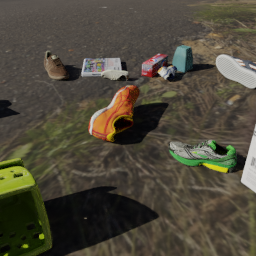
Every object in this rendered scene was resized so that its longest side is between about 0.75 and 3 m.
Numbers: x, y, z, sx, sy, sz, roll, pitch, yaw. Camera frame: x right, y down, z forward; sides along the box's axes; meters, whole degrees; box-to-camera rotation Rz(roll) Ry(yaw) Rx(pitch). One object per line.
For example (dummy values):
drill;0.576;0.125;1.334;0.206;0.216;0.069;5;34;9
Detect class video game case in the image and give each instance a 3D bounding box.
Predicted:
video game case;-1.334;-3.163;14.526;1.970;0.248;2.162;-2;33;-3

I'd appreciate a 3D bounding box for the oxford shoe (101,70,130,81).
oxford shoe;-0.609;-2.450;13.199;1.375;0.517;0.397;3;59;6

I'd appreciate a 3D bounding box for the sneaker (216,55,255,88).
sneaker;5.310;-2.711;13.113;1.001;0.989;2.521;-22;49;-24

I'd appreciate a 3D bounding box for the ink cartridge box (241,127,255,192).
ink cartridge box;3.862;0.574;6.216;1.093;2.637;1.935;-17;36;-25

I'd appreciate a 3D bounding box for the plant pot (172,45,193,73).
plant pot;2.814;-3.568;14.310;0.813;1.151;0.814;25;40;35

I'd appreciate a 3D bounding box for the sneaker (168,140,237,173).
sneaker;2.083;0.620;7.894;1.903;0.810;0.742;9;33;15

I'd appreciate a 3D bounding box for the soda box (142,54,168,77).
soda box;1.384;-3.180;14.154;0.585;0.646;1.846;18;36;26

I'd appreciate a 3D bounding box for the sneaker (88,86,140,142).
sneaker;-0.204;-0.483;9.674;1.153;1.091;2.990;23;45;13

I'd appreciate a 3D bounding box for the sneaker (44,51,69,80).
sneaker;-3.629;-3.097;13.778;0.845;0.906;2.398;-20;36;-28

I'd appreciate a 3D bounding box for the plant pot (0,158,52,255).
plant pot;-2.602;1.622;5.548;1.681;1.689;1.533;-15;28;-23

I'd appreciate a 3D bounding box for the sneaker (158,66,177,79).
sneaker;2.009;-2.599;13.477;1.432;0.539;0.631;-21;69;-47
